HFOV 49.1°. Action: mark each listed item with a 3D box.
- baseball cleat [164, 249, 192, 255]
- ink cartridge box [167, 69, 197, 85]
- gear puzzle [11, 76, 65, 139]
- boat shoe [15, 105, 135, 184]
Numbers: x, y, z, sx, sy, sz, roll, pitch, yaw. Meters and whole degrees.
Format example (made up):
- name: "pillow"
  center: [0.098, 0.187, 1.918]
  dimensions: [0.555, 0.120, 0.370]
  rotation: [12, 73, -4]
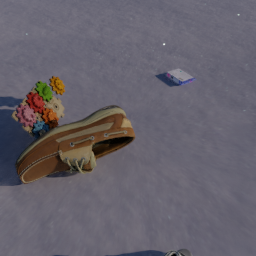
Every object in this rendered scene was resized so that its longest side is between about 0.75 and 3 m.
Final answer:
- name: "baseball cleat"
  center: [0.806, 2.135, 4.479]
  dimensions: [0.371, 0.566, 1.063]
  rotation: [21, 20, 29]
- name: "ink cartridge box"
  center: [1.840, -1.741, 9.674]
  dimensions: [0.561, 0.197, 0.940]
  rotation: [-21, 42, -26]
- name: "gear puzzle"
  center: [-2.081, -0.638, 7.422]
  dimensions: [0.303, 1.200, 2.317]
  rotation: [-21, 32, 27]
- name: "boat shoe"
  center: [-1.095, 0.477, 6.346]
  dimensions: [2.813, 1.064, 1.039]
  rotation: [-30, 61, -14]
